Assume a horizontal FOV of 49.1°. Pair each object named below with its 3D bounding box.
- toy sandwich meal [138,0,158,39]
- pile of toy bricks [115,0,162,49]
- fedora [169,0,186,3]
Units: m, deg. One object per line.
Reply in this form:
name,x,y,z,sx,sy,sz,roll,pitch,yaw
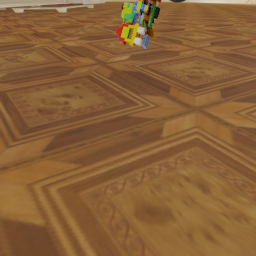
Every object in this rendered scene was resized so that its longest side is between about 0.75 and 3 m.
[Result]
toy sandwich meal,0.758,-3.907,9.849,0.648,1.894,1.894,2,29,8
pile of toy bricks,0.257,-3.592,8.726,1.105,2.237,1.241,17,3,15
fedora,1.329,-4.295,7.866,1.430,1.430,0.653,-8,37,-15
